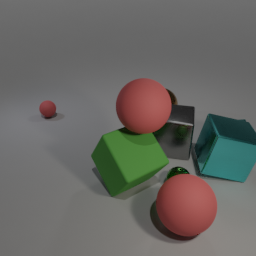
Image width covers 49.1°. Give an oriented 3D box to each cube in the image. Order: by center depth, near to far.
[{"bbox_3d":[0.005,0.860,7.835,1.400,1.400,1.400,-20,71,-30],"label":"cube"},{"bbox_3d":[3.015,0.587,8.612,1.400,1.400,1.400,12,30,-3],"label":"cube"},{"bbox_3d":[1.525,0.088,9.727,1.400,1.400,1.400,7,30,11],"label":"cube"}]

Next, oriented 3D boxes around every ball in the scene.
[{"bbox_3d":[1.359,1.787,6.565,1.400,1.400,1.400,0,30,0],"label":"ball"},{"bbox_3d":[0.390,-0.552,7.094,1.400,1.400,1.400,0,30,0],"label":"ball"},{"bbox_3d":[1.455,1.460,8.065,0.700,0.700,0.700,0,30,0],"label":"ball"},{"bbox_3d":[1.356,-0.966,11.609,1.400,1.400,1.400,0,30,0],"label":"ball"},{"bbox_3d":[-3.423,-0.826,11.950,0.700,0.700,0.700,0,30,0],"label":"ball"}]

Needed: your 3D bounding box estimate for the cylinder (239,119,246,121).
[{"bbox_3d":[4.015,0.044,10.398,0.700,0.700,0.700,-5,28,17],"label":"cylinder"}]
